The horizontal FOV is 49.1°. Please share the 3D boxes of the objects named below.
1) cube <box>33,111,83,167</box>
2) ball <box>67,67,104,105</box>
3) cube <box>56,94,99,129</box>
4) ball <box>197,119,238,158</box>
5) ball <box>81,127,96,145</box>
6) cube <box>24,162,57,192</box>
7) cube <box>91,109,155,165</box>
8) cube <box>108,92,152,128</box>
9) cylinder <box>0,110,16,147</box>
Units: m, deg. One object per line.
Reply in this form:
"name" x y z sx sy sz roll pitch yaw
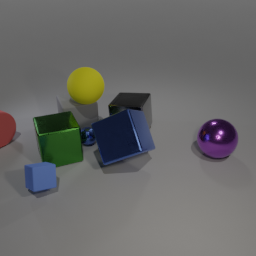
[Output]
"cube" -2.478 0.397 9.935 1.400 1.400 1.400 -12 31 -20
"ball" -1.595 -1.591 10.600 1.400 1.400 1.400 0 29 0
"cube" -2.095 -0.583 11.682 1.400 1.400 1.400 -12 31 -20
"ball" 3.157 0.367 9.905 1.400 1.400 1.400 0 29 0
"ball" -1.554 0.305 10.809 0.700 0.700 0.700 0 29 0
"cube" -2.611 1.435 8.348 0.700 0.700 0.700 -4 3 -39
"cube" -0.122 0.287 9.233 1.400 1.400 1.400 -21 -7 21
"cube" 0.141 -0.559 11.512 1.400 1.400 1.400 4 29 18
"cylinder" -5.326 -0.083 10.782 1.400 1.400 1.400 17 34 29
